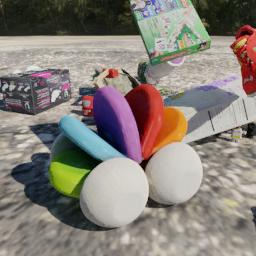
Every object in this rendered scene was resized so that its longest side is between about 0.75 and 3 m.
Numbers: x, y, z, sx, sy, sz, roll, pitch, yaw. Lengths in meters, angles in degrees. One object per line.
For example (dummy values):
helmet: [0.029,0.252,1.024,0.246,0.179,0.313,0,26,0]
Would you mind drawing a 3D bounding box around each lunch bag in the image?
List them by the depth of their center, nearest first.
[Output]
lunch bag: [-0.434,-2.066,12.609,1.987,1.168,1.629,2,17,-14]

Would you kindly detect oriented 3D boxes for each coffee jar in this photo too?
coffee jar: [1.096,-3.008,15.126,0.832,1.017,1.950,2,20,-15]

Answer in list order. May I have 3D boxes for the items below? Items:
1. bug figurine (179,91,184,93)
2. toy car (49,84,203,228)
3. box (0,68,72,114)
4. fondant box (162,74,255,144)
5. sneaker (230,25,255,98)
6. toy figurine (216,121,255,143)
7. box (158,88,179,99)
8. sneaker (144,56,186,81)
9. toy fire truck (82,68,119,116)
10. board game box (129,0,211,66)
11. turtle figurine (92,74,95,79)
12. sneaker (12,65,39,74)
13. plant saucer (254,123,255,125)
bug figurine: [3.221,-1.076,10.816,2.357,0.606,1.828,-9,23,-22]
toy car: [-0.099,0.246,5.363,2.885,2.163,2.525,-12,25,-28]
box: [-3.510,-1.509,10.949,1.522,1.321,2.303,8,22,22]
fondant box: [2.046,-0.518,7.923,2.816,0.820,2.032,-18,20,7]
sneaker: [2.797,-1.608,6.513,0.991,0.899,2.334,33,44,-14]
toy figurine: [3.143,-0.099,8.200,1.006,0.711,1.022,-12,24,-27]
box: [1.501,-1.416,12.141,1.166,0.277,1.126,-17,25,-36]
sneaker: [1.147,-2.165,7.969,1.230,0.924,2.469,-39,8,43]
toy fire truck: [-1.026,-1.398,10.477,0.501,1.450,2.056,9,23,25]
board game box: [0.728,-1.940,5.179,1.072,0.232,1.593,-15,61,2]
turtle figurine: [-1.389,-2.981,15.643,1.003,0.674,1.339,9,29,21]
sneaker: [-4.729,-2.376,14.010,1.353,1.017,2.717,21,22,0]
plant saucer: [3.904,-0.524,8.507,0.438,1.747,1.747,-34,20,9]
